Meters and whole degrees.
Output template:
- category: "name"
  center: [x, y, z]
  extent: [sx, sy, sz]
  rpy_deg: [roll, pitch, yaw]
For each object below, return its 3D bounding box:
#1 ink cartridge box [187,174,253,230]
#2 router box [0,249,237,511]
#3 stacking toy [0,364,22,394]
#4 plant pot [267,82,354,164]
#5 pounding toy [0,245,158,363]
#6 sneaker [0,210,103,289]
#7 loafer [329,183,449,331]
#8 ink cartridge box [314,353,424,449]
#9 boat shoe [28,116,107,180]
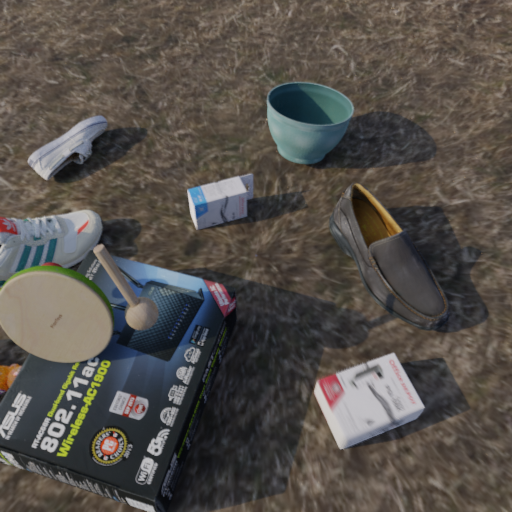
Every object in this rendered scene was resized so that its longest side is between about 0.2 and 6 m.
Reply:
- category: "ink cartridge box"
  center: [-0.634, -1.091, 11.260]
  extent: [1.368, 0.792, 0.456]
  rpy_deg: [-16, 56, -11]
- category: "router box"
  center: [-2.111, 1.846, 8.970]
  extent: [2.715, 1.126, 3.623]
  rpy_deg: [13, 56, 9]
- category: "stacking toy"
  center: [-4.893, 1.959, 8.952]
  extent: [2.666, 1.547, 1.463]
  rpy_deg: [5, 58, -13]
- category: "plant pot"
  center: [1.068, -2.764, 12.072]
  extent: [1.819, 1.218, 1.819]
  rpy_deg: [4, 44, -4]
- category: "pounding toy"
  center: [-2.612, 0.568, 8.259]
  extent: [2.147, 1.657, 0.996]
  rpy_deg: [-20, 30, 15]
- category: "sneaker"
  center: [-4.203, -0.274, 10.370]
  extent: [2.766, 1.293, 0.974]
  rpy_deg: [-27, 58, -17]
- category: "loafer"
  center: [2.412, -0.021, 10.289]
  extent: [1.140, 1.132, 3.131]
  rpy_deg: [-27, 60, -19]
- category: "ink cartridge box"
  center: [1.789, 2.300, 8.966]
  extent: [1.407, 0.583, 1.033]
  rpy_deg: [-18, 59, -12]
- category: "boat shoe"
  center: [-3.973, -2.340, 12.310]
  extent: [0.692, 0.703, 1.983]
  rpy_deg: [49, 61, -1]
